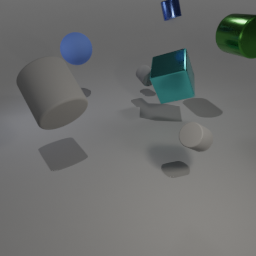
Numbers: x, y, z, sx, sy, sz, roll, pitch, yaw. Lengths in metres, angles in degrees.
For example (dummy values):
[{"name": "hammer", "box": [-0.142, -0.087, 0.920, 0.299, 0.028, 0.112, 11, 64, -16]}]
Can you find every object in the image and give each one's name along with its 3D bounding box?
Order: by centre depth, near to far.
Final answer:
[{"name": "cylinder", "box": [-1.979, -0.899, 7.368, 1.400, 1.400, 1.400, -22, 72, -33]}, {"name": "cylinder", "box": [1.854, 0.252, 7.619, 0.700, 0.700, 0.700, 31, 7, 41]}, {"name": "cylinder", "box": [4.079, -3.270, 9.897, 1.400, 1.400, 1.400, -9, 26, -15]}, {"name": "cylinder", "box": [1.665, -4.581, 10.805, 0.700, 0.700, 0.700, -13, 20, 5]}, {"name": "cube", "box": [1.782, -2.025, 11.048, 1.400, 1.400, 1.400, -10, 45, 22]}, {"name": "cylinder", "box": [0.796, -2.303, 12.315, 0.700, 0.700, 0.700, -13, 44, -22]}, {"name": "ball", "box": [-2.280, -3.491, 12.363, 1.400, 1.400, 1.400, 0, 30, 0]}]
